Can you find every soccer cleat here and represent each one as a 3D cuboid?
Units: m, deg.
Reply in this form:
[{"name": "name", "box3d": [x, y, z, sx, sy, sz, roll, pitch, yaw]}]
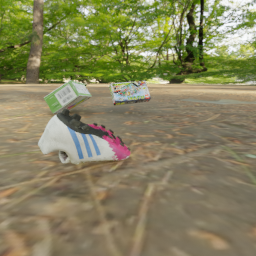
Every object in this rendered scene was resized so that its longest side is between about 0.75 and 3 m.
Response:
[{"name": "soccer cleat", "box3d": [-0.710, 0.311, 4.838, 1.866, 0.806, 0.652, 30, 13, -49]}]

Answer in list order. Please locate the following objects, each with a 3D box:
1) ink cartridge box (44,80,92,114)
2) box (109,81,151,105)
[{"name": "ink cartridge box", "box3d": [-2.251, -1.222, 11.225, 1.227, 0.701, 2.364, -32, 1, 9]}, {"name": "box", "box3d": [0.081, -1.338, 10.640, 1.472, 0.810, 0.256, -9, -16, -24]}]
